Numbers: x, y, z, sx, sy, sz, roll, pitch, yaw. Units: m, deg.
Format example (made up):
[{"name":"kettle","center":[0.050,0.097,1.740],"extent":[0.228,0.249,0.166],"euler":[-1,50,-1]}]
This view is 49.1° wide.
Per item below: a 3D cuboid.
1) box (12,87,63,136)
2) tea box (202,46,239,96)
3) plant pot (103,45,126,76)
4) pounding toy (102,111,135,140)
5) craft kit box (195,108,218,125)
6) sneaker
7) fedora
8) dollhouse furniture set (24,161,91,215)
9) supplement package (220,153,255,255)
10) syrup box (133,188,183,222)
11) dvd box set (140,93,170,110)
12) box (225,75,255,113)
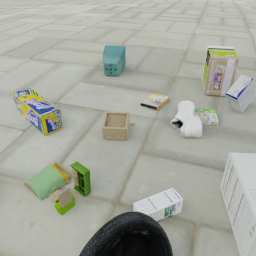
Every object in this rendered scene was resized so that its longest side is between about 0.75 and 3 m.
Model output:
[{"name":"box","center":[-3.889,-0.772,11.942],"extent":[0.887,0.967,2.760],"euler":[-27,42,-34]},{"name":"tea box","center":[4.591,-2.909,14.184],"extent":[1.332,1.994,1.962],"euler":[5,34,8]},{"name":"plant pot","center":[-0.868,-3.847,16.329],"extent":[1.254,1.254,1.775],"euler":[4,41,6]},{"name":"pounding toy","center":[-0.357,-0.097,11.229],"extent":[1.150,0.888,1.250],"euler":[2,45,5]},{"name":"craft kit box","center":[3.341,-0.499,12.221],"extent":[1.021,0.251,1.034],"euler":[5,35,3]},{"name":"sneaker","center":[2.269,-0.437,11.597],"extent":[1.113,0.873,2.240],"euler":[-6,33,-3]},{"name":"fedora","center":[-0.277,3.037,5.842],"extent":[2.637,2.637,1.204],"euler":[-27,7,-33]},{"name":"dollhouse furniture set","center":[-2.232,1.522,8.555],"extent":[1.930,0.968,1.264],"euler":[26,42,33]},{"name":"supplement package","center":[3.548,2.005,7.357],"extent":[1.495,1.500,2.557],"euler":[2,34,3]},{"name":"syrup box","center":[0.849,2.240,7.883],"extent":[1.343,0.529,0.547],"euler":[-15,37,-22]},{"name":"dvd box set","center":[1.300,-1.290,13.361],"extent":[0.929,0.187,1.270],"euler":[17,37,30]},{"name":"box","center":[5.037,-1.514,12.437],"extent":[1.152,1.253,0.657],"euler":[-50,50,-6]}]
